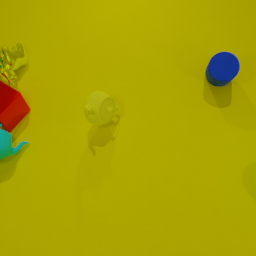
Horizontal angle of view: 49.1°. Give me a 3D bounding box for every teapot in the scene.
[{"bbox_3d":[-3.581,0.314,7.474,1.865,1.160,0.913,28,70,-33],"label":"teapot"},{"bbox_3d":[-0.751,-0.526,7.733,0.757,1.545,0.961,12,103,33],"label":"teapot"}]

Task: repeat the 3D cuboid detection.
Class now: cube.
[{"bbox_3d":[-3.620,-0.641,8.097,0.964,0.964,0.964,30,68,14],"label":"cube"}]

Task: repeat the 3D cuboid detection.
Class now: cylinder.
[{"bbox_3d":[2.850,-1.769,8.529,0.883,0.883,0.883,0,88,9],"label":"cylinder"}]

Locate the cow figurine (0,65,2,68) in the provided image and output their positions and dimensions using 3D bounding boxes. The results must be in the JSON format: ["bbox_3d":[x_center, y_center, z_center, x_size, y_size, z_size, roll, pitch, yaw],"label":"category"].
[{"bbox_3d":[-4.744,-2.029,8.975,1.133,0.632,1.151,-28,50,-24],"label":"cow figurine"}]

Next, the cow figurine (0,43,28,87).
[{"bbox_3d":[-3.657,-1.982,8.903,1.264,0.694,1.244,-34,104,-48],"label":"cow figurine"}]
